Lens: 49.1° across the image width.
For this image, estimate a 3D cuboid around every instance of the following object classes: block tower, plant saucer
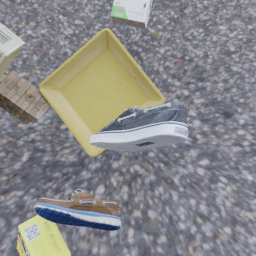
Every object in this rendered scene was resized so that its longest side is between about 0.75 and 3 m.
[{"bbox_3d":[-3.028,-1.058,6.464,2.517,0.728,0.680,38,57,-16],"label":"block tower"},{"bbox_3d":[-0.612,-0.786,6.573,2.166,0.525,2.166,-38,86,7],"label":"plant saucer"}]

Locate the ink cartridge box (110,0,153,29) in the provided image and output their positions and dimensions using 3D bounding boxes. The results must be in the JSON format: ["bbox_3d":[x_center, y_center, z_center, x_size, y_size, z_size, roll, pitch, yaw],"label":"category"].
[{"bbox_3d":[0.204,-4.312,9.353,1.187,0.686,1.632,13,93,7],"label":"ink cartridge box"}]

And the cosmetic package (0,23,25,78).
[{"bbox_3d":[-2.847,-1.060,5.339,0.665,1.820,0.942,38,26,-18],"label":"cosmetic package"}]

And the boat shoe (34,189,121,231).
[{"bbox_3d":[-0.615,1.015,3.571,1.113,0.402,0.403,20,49,-21],"label":"boat shoe"}]

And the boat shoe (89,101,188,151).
[{"bbox_3d":[0.102,-0.024,4.251,1.774,0.637,0.601,-13,65,44],"label":"boat shoe"}]

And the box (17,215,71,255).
[{"bbox_3d":[-1.397,1.928,4.416,0.484,1.933,0.727,-22,72,-31],"label":"box"}]
